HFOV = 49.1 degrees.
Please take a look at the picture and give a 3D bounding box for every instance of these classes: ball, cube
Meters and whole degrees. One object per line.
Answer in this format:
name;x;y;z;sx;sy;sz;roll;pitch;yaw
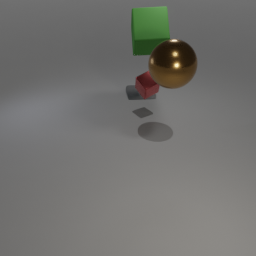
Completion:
ball;1.282;-1.826;8.051;1.400;1.400;1.400;0;29;0
cube;0.759;-1.691;10.956;0.700;0.700;0.700;-29;67;-15
cube;0.876;-3.929;11.491;1.400;1.400;1.400;-3;-10;-1
